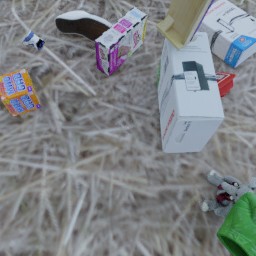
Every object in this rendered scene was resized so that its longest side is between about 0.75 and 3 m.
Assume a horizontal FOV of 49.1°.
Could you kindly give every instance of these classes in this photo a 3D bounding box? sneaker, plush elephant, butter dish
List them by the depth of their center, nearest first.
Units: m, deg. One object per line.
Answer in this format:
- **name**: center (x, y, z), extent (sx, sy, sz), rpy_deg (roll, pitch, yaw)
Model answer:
- **plush elephant**: center (2.700, 1.711, 7.175), extent (1.438, 1.113, 1.184), rpy_deg (23, 64, 12)
- **sneaker**: center (-2.696, -2.445, 8.015), extent (0.520, 0.900, 0.364), rpy_deg (37, 79, -24)
- **butter dish**: center (2.975, -1.314, 9.096), extent (0.955, 0.708, 0.958), rpy_deg (-36, 26, -7)
- **sneaker**: center (-1.382, -3.843, 10.167), extent (2.521, 0.918, 1.067), rpy_deg (21, 49, 22)

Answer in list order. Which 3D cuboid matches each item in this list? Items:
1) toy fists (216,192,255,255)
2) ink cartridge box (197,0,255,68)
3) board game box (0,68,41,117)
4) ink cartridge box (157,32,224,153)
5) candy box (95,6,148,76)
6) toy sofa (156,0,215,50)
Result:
- **toy fists**: center (3.274, 2.666, 6.229), extent (2.825, 0.971, 1.440), rpy_deg (48, 67, -9)
- **ink cartridge box**: center (3.612, -3.455, 10.075), extent (1.617, 0.934, 2.215), rpy_deg (-37, 68, -18)
- **board game box**: center (-3.415, -1.104, 8.800), extent (0.935, 0.935, 0.934), rpy_deg (-20, 63, -11)
- **ink cartridge box**: center (1.624, -0.978, 8.059), extent (1.202, 2.121, 2.893), rpy_deg (1, 62, -4)
- **candy box**: center (-0.215, -2.924, 9.526), extent (0.620, 1.386, 2.033), rpy_deg (36, 68, 13)
- **toy sofa**: center (1.531, -2.918, 6.320), extent (1.084, 2.222, 0.920), rpy_deg (-37, 78, -20)
